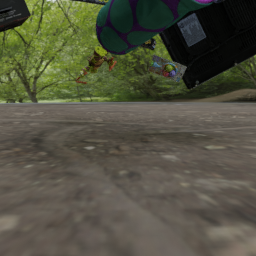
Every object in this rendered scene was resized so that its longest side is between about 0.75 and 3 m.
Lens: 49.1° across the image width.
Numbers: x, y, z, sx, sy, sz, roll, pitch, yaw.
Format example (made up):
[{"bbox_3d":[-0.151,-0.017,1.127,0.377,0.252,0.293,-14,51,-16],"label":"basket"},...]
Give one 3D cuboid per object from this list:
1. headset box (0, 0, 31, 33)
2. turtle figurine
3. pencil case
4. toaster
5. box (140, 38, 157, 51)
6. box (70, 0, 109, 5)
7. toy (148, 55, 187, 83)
[{"bbox_3d":[-2.847,-2.469,6.149,1.096,0.569,1.473,-30,23,-23],"label":"headset box"},{"bbox_3d":[-1.221,-2.945,12.055,2.429,0.782,1.958,-31,-8,-33],"label":"turtle figurine"},{"bbox_3d":[0.429,-2.286,5.187,1.265,1.165,2.737,-36,15,-29],"label":"pencil case"},{"bbox_3d":[2.003,-2.869,7.249,2.660,2.942,1.746,-29,15,11],"label":"toaster"},{"bbox_3d":[0.327,-3.616,11.307,1.618,0.372,1.286,22,12,5],"label":"box"},{"bbox_3d":[-0.592,-3.558,6.920,1.777,0.978,0.308,-11,28,-37],"label":"box"},{"bbox_3d":[0.885,-1.335,6.480,0.803,0.463,0.190,23,45,2],"label":"toy"}]
